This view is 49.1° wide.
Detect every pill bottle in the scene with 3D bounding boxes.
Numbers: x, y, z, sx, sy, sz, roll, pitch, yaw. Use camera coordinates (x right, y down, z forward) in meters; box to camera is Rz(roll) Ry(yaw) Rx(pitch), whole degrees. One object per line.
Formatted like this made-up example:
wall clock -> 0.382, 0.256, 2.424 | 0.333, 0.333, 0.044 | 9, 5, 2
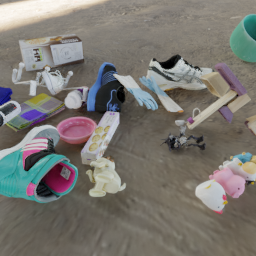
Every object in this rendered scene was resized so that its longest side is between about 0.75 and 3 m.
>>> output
pill bottle -> -1.654, -0.999, 9.361 | 0.568, 0.568, 1.010 | 15, 29, 21

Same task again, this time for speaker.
speaker -> -3.611, -0.427, 8.225 | 0.486, 0.486, 1.196 | 2, 19, 2

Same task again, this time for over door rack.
over door rack -> -2.602, -1.573, 9.262 | 1.851, 0.835, 2.506 | 3, 15, -35

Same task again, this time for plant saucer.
plant saucer -> -1.476, 0.088, 8.097 | 1.158, 0.294, 1.158 | 1, 34, -1

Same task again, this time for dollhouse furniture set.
dollhouse furniture set -> 2.659, -0.533, 9.122 | 2.059, 2.298, 2.901 | -39, 6, 12

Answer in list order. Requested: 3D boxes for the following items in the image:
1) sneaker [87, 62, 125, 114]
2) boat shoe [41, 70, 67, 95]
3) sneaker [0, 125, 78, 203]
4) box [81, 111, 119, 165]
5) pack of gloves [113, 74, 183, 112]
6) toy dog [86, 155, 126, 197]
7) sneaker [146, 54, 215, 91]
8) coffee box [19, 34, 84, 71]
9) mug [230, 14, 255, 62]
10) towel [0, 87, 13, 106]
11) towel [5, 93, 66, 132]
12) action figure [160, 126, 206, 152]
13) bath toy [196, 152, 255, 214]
sneaker -> -0.572, -1.385, 9.780 | 1.133, 1.020, 2.908 | 10, 38, 2
boat shoe -> -2.402, -1.558, 9.422 | 0.691, 1.621, 0.599 | -25, 81, -8
sneaker -> -1.822, 0.771, 6.401 | 1.606, 1.112, 2.661 | 19, 25, 8
box -> -0.720, 0.223, 7.786 | 0.433, 0.405, 2.092 | 9, 35, 13
pack of gloves -> 0.729, -1.298, 9.268 | 1.719, 0.404, 2.046 | 0, 39, -39
toy dog -> -0.499, 1.017, 6.431 | 0.899, 0.647, 0.928 | 5, 32, -14
sneaker -> 2.112, -2.153, 10.602 | 2.823, 1.237, 1.068 | -7, 33, -13
coffee box -> -3.448, -3.474, 12.716 | 2.599, 1.036, 1.486 | -13, 36, -18
mug -> 5.867, -3.943, 12.859 | 2.311, 1.429, 1.899 | 13, 62, -10
towel -> -5.119, -0.903, 9.467 | 2.021, 0.501, 1.493 | 5, 41, 7
towel -> -3.122, -0.589, 9.103 | 1.354, 0.215, 1.885 | 28, 44, 32
action figure -> 1.467, 0.304, 7.526 | 1.174, 0.599, 0.698 | 3, 45, 2
bath toy -> 2.281, 1.197, 6.162 | 1.898, 0.701, 0.825 | -26, -3, -36
